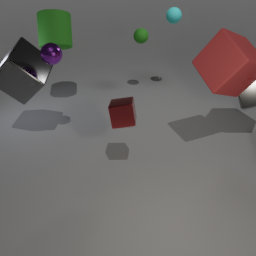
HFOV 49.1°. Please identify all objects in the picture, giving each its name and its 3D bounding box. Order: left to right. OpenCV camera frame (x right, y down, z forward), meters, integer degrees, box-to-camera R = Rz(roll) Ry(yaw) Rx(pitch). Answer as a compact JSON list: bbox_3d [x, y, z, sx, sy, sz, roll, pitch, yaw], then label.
[{"bbox_3d":[-3.677,-1.973,9.799,1.400,1.400,1.400,-32,36,34],"label":"cube"},{"bbox_3d":[-2.474,-2.398,9.053,0.700,0.700,0.700,0,32,0],"label":"ball"},{"bbox_3d":[-3.101,-4.130,11.890,1.400,1.400,1.400,-2,7,0],"label":"cylinder"},{"bbox_3d":[-0.150,-0.460,8.309,0.700,0.700,0.700,-6,24,8],"label":"cube"},{"bbox_3d":[0.613,-4.335,13.177,0.700,0.700,0.700,0,32,0],"label":"ball"},{"bbox_3d":[2.084,-5.118,12.739,0.700,0.700,0.700,0,32,0],"label":"ball"},{"bbox_3d":[3.166,-1.973,8.703,1.400,1.400,1.400,0,54,-40],"label":"cube"},{"bbox_3d":[4.777,-1.586,10.432,1.400,1.400,1.400,-15,4,24],"label":"cube"}]
